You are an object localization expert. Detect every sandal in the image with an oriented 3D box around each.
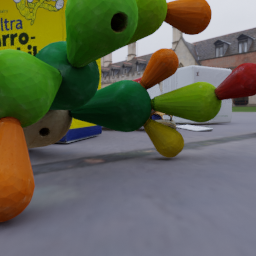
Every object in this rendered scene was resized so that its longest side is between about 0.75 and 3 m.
[{"bbox_3d":[0.787,-0.194,6.448,0.703,0.473,1.750,1,4,13],"label":"sandal"}]

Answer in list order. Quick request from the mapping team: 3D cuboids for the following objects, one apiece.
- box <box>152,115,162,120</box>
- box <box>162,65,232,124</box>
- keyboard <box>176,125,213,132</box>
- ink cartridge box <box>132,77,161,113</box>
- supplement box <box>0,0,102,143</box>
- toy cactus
[{"bbox_3d":[1.775,-0.542,12.145,1.418,0.379,2.342,0,3,11],"label":"box"},{"bbox_3d":[2.218,-1.013,9.052,1.741,1.749,1.498,-2,2,-31],"label":"box"},{"bbox_3d":[1.509,-0.003,6.630,0.390,0.074,1.385,-1,4,-11],"label":"keyboard"},{"bbox_3d":[-0.168,-0.557,6.665,1.760,0.737,1.270,-16,-2,20],"label":"ink cartridge box"},{"bbox_3d":[-1.313,-1.102,4.496,1.388,2.550,1.397,0,4,16],"label":"supplement box"},{"bbox_3d":[-0.552,-0.168,2.378,2.973,1.520,2.453,-6,-12,-33],"label":"toy cactus"}]
